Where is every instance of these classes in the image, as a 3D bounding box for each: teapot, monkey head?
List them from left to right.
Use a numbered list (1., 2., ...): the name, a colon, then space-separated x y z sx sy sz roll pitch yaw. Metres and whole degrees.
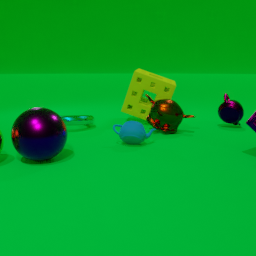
1. teapot: 0.159 0.087 6.931 1.090 0.534 0.678 9 -28 0
2. monkey head: 1.122 -0.392 8.316 1.588 0.957 1.142 25 8 3
3. teapot: 3.327 -0.525 8.957 0.797 1.282 0.628 -14 22 41

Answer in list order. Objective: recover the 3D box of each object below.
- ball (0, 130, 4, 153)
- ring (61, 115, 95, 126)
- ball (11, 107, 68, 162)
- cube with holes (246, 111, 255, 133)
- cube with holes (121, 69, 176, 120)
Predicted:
1. ball: -2.923 0.271 5.442 0.938 0.938 0.938 0 12 0
2. ring: -1.809 -0.249 8.905 1.500 0.300 1.500 -1 3 0
3. ball: -1.800 0.130 5.726 1.105 1.105 1.105 0 12 0
4. cube with holes: 3.450 -0.164 5.636 1.179 1.179 1.179 -5 47 -39
5. cube with holes: 0.734 -1.119 9.695 1.400 1.400 1.400 20 17 2
